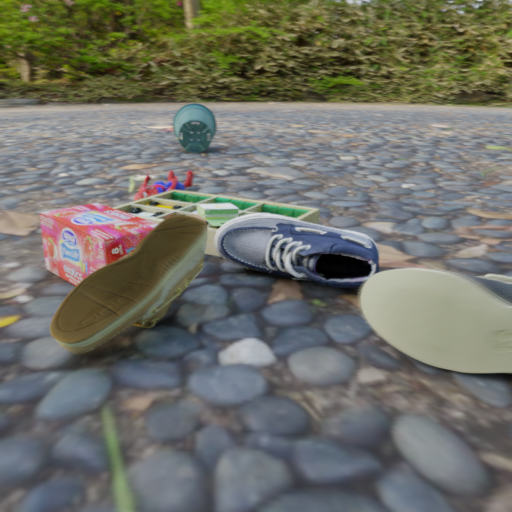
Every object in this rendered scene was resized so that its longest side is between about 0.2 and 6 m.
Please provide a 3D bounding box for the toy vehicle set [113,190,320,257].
[{"bbox_3d":[-0.885,-0.689,11.247,3.706,0.491,2.303,10,22,28],"label":"toy vehicle set"}]

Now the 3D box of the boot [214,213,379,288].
[{"bbox_3d":[0.573,-0.085,8.655,2.677,0.974,1.209,4,11,9],"label":"boot"}]

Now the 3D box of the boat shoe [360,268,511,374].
[{"bbox_3d":[2.753,0.728,6.288,3.092,1.100,0.967,10,17,24],"label":"boat shoe"}]

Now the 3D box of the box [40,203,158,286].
[{"bbox_3d":[-2.398,-0.109,8.745,1.063,1.018,2.132,-17,25,-40],"label":"box"}]

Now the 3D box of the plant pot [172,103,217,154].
[{"bbox_3d":[-2.352,-4.808,21.537,1.757,1.757,1.720,-2,27,-6],"label":"plant pot"}]

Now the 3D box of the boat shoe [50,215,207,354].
[{"bbox_3d":[-1.464,0.467,7.274,0.974,0.874,2.633,19,43,29],"label":"boat shoe"}]

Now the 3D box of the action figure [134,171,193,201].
[{"bbox_3d":[-2.382,-1.711,14.044,0.883,0.698,2.700,7,23,11],"label":"action figure"}]

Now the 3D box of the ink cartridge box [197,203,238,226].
[{"bbox_3d":[-0.636,-0.771,10.334,0.681,0.224,0.936,-3,17,-23],"label":"ink cartridge box"}]
